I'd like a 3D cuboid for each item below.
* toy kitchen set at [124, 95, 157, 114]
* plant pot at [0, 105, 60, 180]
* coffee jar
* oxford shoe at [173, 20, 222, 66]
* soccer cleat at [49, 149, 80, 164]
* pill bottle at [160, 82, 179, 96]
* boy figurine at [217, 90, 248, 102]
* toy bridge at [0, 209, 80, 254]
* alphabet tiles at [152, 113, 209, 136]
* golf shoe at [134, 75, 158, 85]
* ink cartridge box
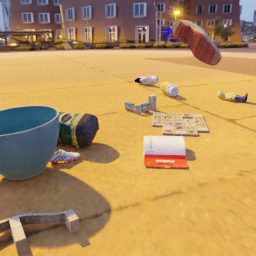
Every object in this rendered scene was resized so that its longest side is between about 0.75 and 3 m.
[{"bbox_3d":[0.634,-1.289,14.245,1.302,0.767,1.043,-16,25,-38],"label":"toy kitchen set"},{"bbox_3d":[-3.074,0.490,7.990,2.433,1.638,2.433,-4,22,2],"label":"plant pot"},{"bbox_3d":[-2.310,0.007,10.181,2.406,1.027,1.255,5,38,15],"label":"coffee jar"},{"bbox_3d":[3.205,-3.843,12.206,1.088,1.043,2.947,-16,58,-29],"label":"oxford shoe"},{"bbox_3d":[-2.022,0.864,8.855,0.994,0.423,0.341,-8,22,-19],"label":"soccer cleat"},{"bbox_3d":[2.583,-2.386,17.268,0.746,0.746,1.341,-6,20,-16],"label":"pill bottle"},{"bbox_3d":[6.019,-1.856,16.177,1.653,0.532,1.027,16,28,31],"label":"boy figurine"},{"bbox_3d":[-2.200,2.099,5.600,2.474,0.337,0.832,-12,23,-29],"label":"toy bridge"},{"bbox_3d":[2.219,-0.217,12.286,2.328,0.105,2.785,3,20,7],"label":"alphabet tiles"},{"bbox_3d":[1.332,-3.397,20.225,0.885,0.698,1.921,-24,22,-40],"label":"golf shoe"},{"bbox_3d":[1.202,0.736,9.229,1.384,0.409,1.729,2,19,4],"label":"ink cartridge box"}]
